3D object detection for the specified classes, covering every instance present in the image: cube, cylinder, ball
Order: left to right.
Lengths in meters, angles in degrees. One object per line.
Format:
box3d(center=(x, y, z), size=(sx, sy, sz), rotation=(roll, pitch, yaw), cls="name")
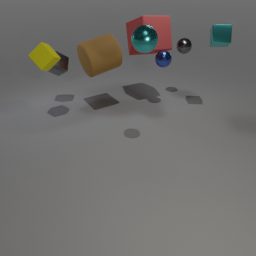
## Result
box3d(center=(-3.017, -2.580, 10.174), size=(0.700, 0.700, 0.700), rotation=(-41, 4, 10), cls="cube")
box3d(center=(-3.102, -2.814, 12.287), size=(0.700, 0.700, 0.700), rotation=(-15, -24, 40), cls="cube")
box3d(center=(-1.158, -2.964, 11.452), size=(1.400, 1.400, 1.400), rotation=(-26, 37, -19), cls="cylinder")
box3d(center=(0.434, -2.304, 7.263), size=(0.700, 0.700, 0.700), rotation=(0, 29, 0), cls="ball")
box3d(center=(0.899, -3.976, 12.111), size=(1.400, 1.400, 1.400), rotation=(-12, 12, -28), cls="cube")
box3d(center=(1.482, -2.893, 11.749), size=(0.700, 0.700, 0.700), rotation=(0, 29, 0), cls="ball")
box3d(center=(2.572, -3.751, 12.810), size=(0.700, 0.700, 0.700), rotation=(0, 29, 0), cls="ball")
box3d(center=(3.552, -3.537, 10.768), size=(0.700, 0.700, 0.700), rotation=(2, 5, 9), cls="cube")
